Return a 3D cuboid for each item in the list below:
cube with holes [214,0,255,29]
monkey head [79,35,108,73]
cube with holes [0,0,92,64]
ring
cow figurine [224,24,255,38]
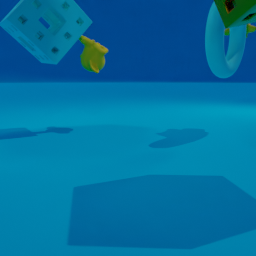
[{"bbox_3d":[1.753,-2.141,3.187,1.275,1.275,1.275,-18,-6,-21],"label":"cube with holes"},{"bbox_3d":[-0.998,-1.889,7.224,0.897,0.751,1.247,25,15,-34],"label":"monkey head"},{"bbox_3d":[-1.996,-2.521,6.735,1.351,1.351,1.351,43,-11,-32],"label":"cube with holes"},{"bbox_3d":[2.209,-2.042,6.238,0.368,1.839,1.839,10,14,37],"label":"ring"},{"bbox_3d":[2.795,-3.055,7.038,0.786,1.409,1.432,0,-30,21],"label":"cow figurine"}]
